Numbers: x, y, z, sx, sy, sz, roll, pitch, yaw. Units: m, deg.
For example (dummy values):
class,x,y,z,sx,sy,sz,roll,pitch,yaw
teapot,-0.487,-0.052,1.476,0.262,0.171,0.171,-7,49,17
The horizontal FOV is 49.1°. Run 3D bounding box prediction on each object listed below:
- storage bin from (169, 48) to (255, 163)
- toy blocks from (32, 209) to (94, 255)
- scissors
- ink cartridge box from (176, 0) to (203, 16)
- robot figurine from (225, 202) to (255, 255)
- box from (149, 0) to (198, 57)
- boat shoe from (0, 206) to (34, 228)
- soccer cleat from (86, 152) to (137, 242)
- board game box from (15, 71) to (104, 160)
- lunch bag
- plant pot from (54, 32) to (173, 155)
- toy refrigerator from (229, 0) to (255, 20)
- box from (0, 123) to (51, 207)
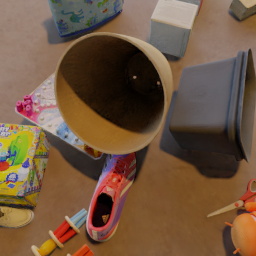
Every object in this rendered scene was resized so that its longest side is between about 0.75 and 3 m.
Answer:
class,x,y,z,sx,sy,sz,roll,pitch,yaw
storage bin,2.549,-0.575,8.228,2.002,2.169,2.981,1,59,32
toy blocks,-1.407,2.928,7.041,1.561,0.567,1.301,-40,69,-18
scissors,3.133,2.121,7.697,1.998,0.139,0.731,-31,68,-17
ink cartridge box,2.554,-5.858,11.446,1.430,0.829,2.455,19,66,10
robot figurine,3.424,2.621,6.907,1.918,1.119,1.380,-3,96,-3
box,1.563,-3.541,9.910,1.419,1.412,1.216,18,64,9
boat shoe,-3.292,2.314,7.396,1.506,0.495,0.542,4,63,2
soccer cleat,-0.389,1.522,7.497,0.972,1.043,2.851,14,64,7
board game box,-1.373,-0.877,8.699,2.966,0.384,2.965,29,56,9
lunch bag,-1.529,-4.967,10.109,2.810,2.389,1.790,-18,65,-8
plant pot,0.090,-1.175,7.409,2.764,2.764,2.951,26,30,13
toy refrigerator,5.093,-5.137,11.171,1.982,0.693,0.752,-31,74,-14
box,-3.416,0.987,7.681,2.008,1.225,1.934,4,62,2
